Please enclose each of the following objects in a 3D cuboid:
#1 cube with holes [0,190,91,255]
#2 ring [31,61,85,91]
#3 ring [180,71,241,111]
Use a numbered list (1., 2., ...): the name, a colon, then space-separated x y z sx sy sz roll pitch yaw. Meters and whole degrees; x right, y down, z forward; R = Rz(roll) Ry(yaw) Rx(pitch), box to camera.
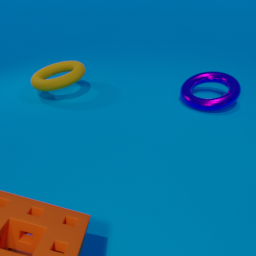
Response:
1. cube with holes: -1.339 1.763 3.229 1.325 1.325 1.325 16 19 -1
2. ring: -2.400 -1.819 9.659 1.905 0.381 1.905 -10 33 6
3. ring: 2.667 -1.238 9.150 1.910 0.382 1.910 -9 41 8
